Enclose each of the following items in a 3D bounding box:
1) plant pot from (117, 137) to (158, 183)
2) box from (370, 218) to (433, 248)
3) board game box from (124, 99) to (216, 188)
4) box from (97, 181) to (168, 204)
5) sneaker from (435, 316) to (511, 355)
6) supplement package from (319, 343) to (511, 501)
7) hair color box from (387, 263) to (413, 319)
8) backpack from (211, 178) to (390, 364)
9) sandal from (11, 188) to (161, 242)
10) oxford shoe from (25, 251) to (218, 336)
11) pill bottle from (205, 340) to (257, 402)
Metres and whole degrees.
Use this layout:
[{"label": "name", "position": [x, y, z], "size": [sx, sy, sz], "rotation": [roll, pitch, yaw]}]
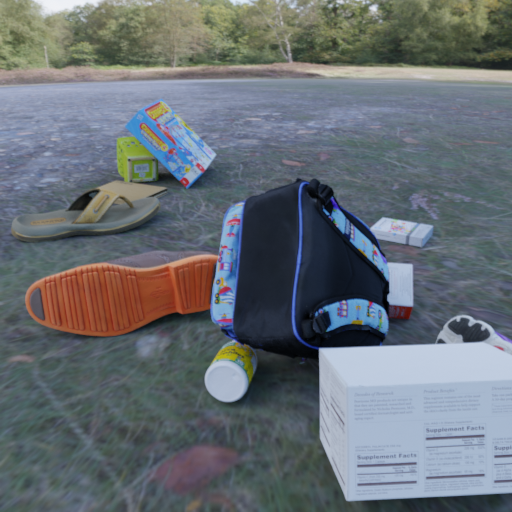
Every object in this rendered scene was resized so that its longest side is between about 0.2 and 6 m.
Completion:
[{"label": "plant pot", "position": [-3.558, -2.868, 17.021], "size": [1.188, 1.182, 1.078], "rotation": [-7, 37, -19]}, {"label": "box", "position": [3.295, -0.545, 12.692], "size": [1.193, 0.246, 0.930], "rotation": [12, 25, 28]}, {"label": "board game box", "position": [-2.517, -3.487, 17.102], "size": [0.711, 2.491, 2.545], "rotation": [-41, 14, 19]}, {"label": "box", "position": [-3.637, -1.742, 15.615], "size": [1.826, 0.194, 1.493], "rotation": [11, 26, 23]}, {"label": "sneaker", "position": [3.377, 1.563, 6.767], "size": [1.072, 1.036, 2.571], "rotation": [14, 22, -32]}, {"label": "supplement package", "position": [1.742, 1.604, 5.794], "size": [1.983, 1.100, 1.544], "rotation": [-1, 3, -3]}, {"label": "hair color box", "position": [1.818, 0.543, 9.355], "size": [1.505, 0.481, 0.835], "rotation": [5, 55, 9]}, {"label": "backpack", "position": [0.807, 0.391, 7.790], "size": [1.669, 2.265, 2.481], "rotation": [-10, -23, 37]}, {"label": "sandal", "position": [-3.898, -1.076, 13.053], "size": [3.448, 0.931, 1.385], "rotation": [-9, 24, -21]}, {"label": "oxford shoe", "position": [-2.016, 0.521, 9.130], "size": [3.209, 1.144, 1.170], "rotation": [-5, 16, -18]}, {"label": "pill bottle", "position": [-0.289, 1.464, 7.410], "size": [0.554, 0.554, 0.983], "rotation": [5, 15, 11]}]
